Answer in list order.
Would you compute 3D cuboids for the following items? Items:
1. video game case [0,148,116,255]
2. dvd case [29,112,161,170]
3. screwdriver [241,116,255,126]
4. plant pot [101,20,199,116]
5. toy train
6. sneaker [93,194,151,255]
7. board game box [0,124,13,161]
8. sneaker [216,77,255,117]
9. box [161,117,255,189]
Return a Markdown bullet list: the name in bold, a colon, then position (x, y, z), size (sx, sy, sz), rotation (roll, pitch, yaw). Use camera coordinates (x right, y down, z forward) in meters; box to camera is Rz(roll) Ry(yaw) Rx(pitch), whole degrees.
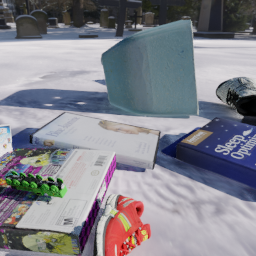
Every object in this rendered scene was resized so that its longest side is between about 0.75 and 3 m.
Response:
- **video game case**: position (-1.347, 0.935, 4.313), size (1.990, 0.393, 2.196), rotation (1, 21, 8)
- **dvd case**: position (-0.560, 0.180, 6.050), size (2.468, 0.217, 1.761), rotation (11, 21, 7)
- **screwdriver**: position (4.093, 0.175, 6.511), size (2.850, 0.415, 0.398), rotation (19, 29, 34)
- **plant pot**: position (0.625, -1.833, 8.838), size (2.651, 2.603, 2.595), rotation (-6, 20, 8)
- **toy train**: position (-1.233, 0.764, 3.741), size (0.949, 0.268, 0.198), rotation (3, 36, 23)
- **sneaker**: position (-0.044, 1.263, 3.320), size (0.634, 0.575, 1.493), rotation (7, 22, 4)
- **board game box**: position (-2.613, 0.341, 5.090), size (0.199, 0.728, 1.153), rotation (-1, 5, 24)
- **sneaker**: position (3.470, -0.897, 8.307), size (1.171, 1.010, 2.671), rotation (-11, 23, -26)
- **box**: position (2.154, 0.412, 5.509), size (2.706, 0.439, 1.639), rotation (17, 33, 40)
